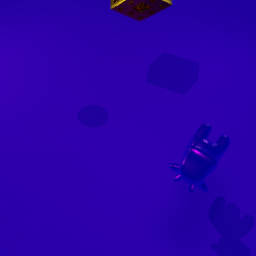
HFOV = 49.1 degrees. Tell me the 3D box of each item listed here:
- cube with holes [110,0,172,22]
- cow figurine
[{"bbox_3d":[0.368,-4.357,8.635,1.352,1.352,1.352,2,82,-45],"label":"cube with holes"},{"bbox_3d":[1.341,0.643,5.416,0.826,1.504,1.480,34,68,12],"label":"cow figurine"}]
